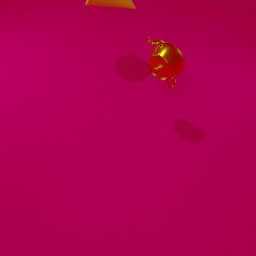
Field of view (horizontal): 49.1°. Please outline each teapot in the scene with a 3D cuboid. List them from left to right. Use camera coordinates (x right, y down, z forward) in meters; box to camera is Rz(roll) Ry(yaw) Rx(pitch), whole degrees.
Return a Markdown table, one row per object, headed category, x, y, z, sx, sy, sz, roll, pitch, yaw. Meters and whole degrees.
| category | x | y | z | sx | sy | sz | roll | pitch | yaw |
| --- | --- | --- | --- | --- | --- | --- | --- | --- | --- |
| teapot | 0.889 | -1.659 | 7.010 | 0.950 | 1.528 | 0.748 | 8 | 44 | 49 |

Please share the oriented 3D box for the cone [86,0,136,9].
| category | x | y | z | sx | sy | sz | roll | pitch | yaw |
| --- | --- | --- | --- | --- | --- | --- | --- | --- | --- |
| cone | -0.356 | -4.055 | 8.599 | 1.399 | 1.394 | 1.394 | 26 | 52 | -19 |
